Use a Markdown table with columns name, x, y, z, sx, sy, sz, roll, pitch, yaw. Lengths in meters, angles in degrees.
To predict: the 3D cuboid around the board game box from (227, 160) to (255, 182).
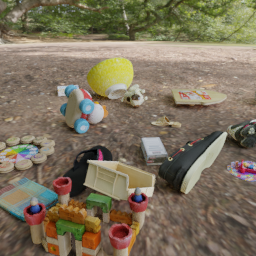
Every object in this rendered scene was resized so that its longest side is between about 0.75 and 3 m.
| name | x | y | z | sx | sy | sz | roll | pitch | yaw |
| --- | --- | --- | --- | --- | --- | --- | --- | --- | --- |
| board game box | 3.362 | 1.086 | 7.711 | 1.162 | 0.226 | 0.918 | -9 | 23 | -20 |

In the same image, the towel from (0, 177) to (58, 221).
| name | x | y | z | sx | sy | sz | roll | pitch | yaw |
| --- | --- | --- | --- | --- | --- | --- | --- | --- | --- |
| towel | -2.394 | 1.603 | 6.509 | 1.447 | 0.157 | 1.061 | 15 | 25 | 33 |

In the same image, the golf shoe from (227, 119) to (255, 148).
| name | x | y | z | sx | sy | sz | roll | pitch | yaw |
| --- | --- | --- | --- | --- | --- | --- | --- | --- | --- |
| golf shoe | 4.713 | -0.046 | 9.598 | 2.586 | 0.998 | 1.139 | -6 | 17 | -16 |

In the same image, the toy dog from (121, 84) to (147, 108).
| name | x | y | z | sx | sy | sz | roll | pitch | yaw |
| --- | --- | --- | --- | --- | --- | --- | --- | --- | --- |
| toy dog | 0.315 | -1.462 | 13.318 | 1.199 | 0.863 | 1.237 | -13 | 26 | -11 |

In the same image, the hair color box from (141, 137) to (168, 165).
| name | x | y | z | sx | sy | sz | roll | pitch | yaw |
| --- | --- | --- | --- | --- | --- | --- | --- | --- | --- |
| hair color box | 0.778 | 0.687 | 8.518 | 0.601 | 0.368 | 1.213 | -2 | 21 | -5 |

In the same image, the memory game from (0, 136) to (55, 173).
| name | x | y | z | sx | sy | sz | roll | pitch | yaw |
| --- | --- | --- | --- | --- | --- | --- | --- | --- | --- |
| memory game | -3.395 | 0.727 | 8.575 | 2.293 | 0.146 | 2.293 | -2 | 23 | 1 |

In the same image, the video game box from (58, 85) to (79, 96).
| name | x | y | z | sx | sy | sz | roll | pitch | yaw |
| --- | --- | --- | --- | --- | --- | --- | --- | --- | --- |
| video game box | -3.313 | -2.090 | 15.606 | 1.175 | 0.302 | 1.289 | -8 | 23 | -13 |

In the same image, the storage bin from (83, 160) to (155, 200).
| name | x | y | z | sx | sy | sz | roll | pitch | yaw |
| --- | --- | --- | --- | --- | --- | --- | --- | --- | --- |
| storage bin | -0.158 | 1.182 | 6.397 | 1.201 | 0.567 | 1.210 | 14 | 0 | 33 |

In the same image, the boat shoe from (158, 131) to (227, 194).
| name | x | y | z | sx | sy | sz | roll | pitch | yaw |
| --- | --- | --- | --- | --- | --- | --- | --- | --- | --- |
| boat shoe | 1.869 | 0.678 | 7.559 | 0.893 | 1.042 | 2.849 | 28 | 37 | 29 |

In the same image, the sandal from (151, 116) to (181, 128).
| name | x | y | z | sx | sy | sz | roll | pitch | yaw |
| --- | --- | --- | --- | --- | --- | --- | --- | --- | --- |
| sandal | 1.499 | -0.299 | 10.966 | 1.179 | 0.388 | 0.432 | 7 | 23 | 18 |

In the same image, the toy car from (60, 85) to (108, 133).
| name | x | y | z | sx | sy | sz | roll | pitch | yaw |
| --- | --- | --- | --- | --- | --- | --- | --- | --- | --- |
| toy car | -1.473 | -0.732 | 10.838 | 1.712 | 1.514 | 1.578 | -1 | 29 | -40 |

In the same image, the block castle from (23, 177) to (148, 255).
| name | x | y | z | sx | sy | sz | roll | pitch | yaw |
| --- | --- | --- | --- | --- | --- | --- | --- | --- | --- |
| block castle | -0.773 | 1.625 | 5.336 | 2.089 | 0.980 | 1.396 | 8 | 23 | 18 |

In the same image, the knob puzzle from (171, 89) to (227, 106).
| name | x | y | z | sx | sy | sz | roll | pitch | yaw |
| --- | --- | --- | --- | --- | --- | --- | --- | --- | --- |
| knob puzzle | 3.546 | -1.455 | 13.857 | 2.868 | 0.398 | 2.868 | 0 | 21 | 0 |

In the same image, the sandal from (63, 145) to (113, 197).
| name | x | y | z | sx | sy | sz | roll | pitch | yaw |
| --- | --- | --- | --- | --- | --- | --- | --- | --- | --- |
| sandal | -1.080 | 0.968 | 7.558 | 0.917 | 0.550 | 2.442 | 7 | 23 | 17 |

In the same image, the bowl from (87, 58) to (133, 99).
| name | x | y | z | sx | sy | sz | roll | pitch | yaw |
| --- | --- | --- | --- | --- | --- | --- | --- | --- | --- |
| bowl | -0.749 | -2.285 | 14.296 | 2.474 | 2.474 | 1.331 | -10 | 67 | -24 |
